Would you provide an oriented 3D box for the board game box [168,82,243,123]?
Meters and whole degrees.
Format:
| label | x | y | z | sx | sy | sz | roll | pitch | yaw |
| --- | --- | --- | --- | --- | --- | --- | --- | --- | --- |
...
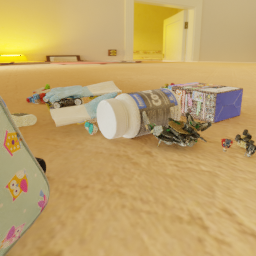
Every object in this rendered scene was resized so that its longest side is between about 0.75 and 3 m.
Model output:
| label | x | y | z | sx | sy | sz | roll | pitch | yaw |
| --- | --- | --- | --- | --- | --- | --- | --- | --- | --- |
| board game box | 2.894 | -1.050 | 10.704 | 1.755 | 1.066 | 2.201 | -13 | 21 | -37 |

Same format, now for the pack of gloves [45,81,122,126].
| label | x | y | z | sx | sy | sz | roll | pitch | yaw |
| --- | --- | --- | --- | --- | --- | --- | --- | --- | --- |
| pack of gloves | -1.298 | -1.072 | 9.134 | 2.637 | 0.520 | 2.216 | -12 | 39 | -22 |

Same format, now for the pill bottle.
| label | x | y | z | sx | sy | sz | roll | pitch | yaw |
| --- | --- | --- | --- | --- | --- | --- | --- | --- | --- |
| pill bottle | 0.326 | -0.425 | 8.221 | 2.283 | 1.299 | 1.299 | -13 | 21 | -33 |

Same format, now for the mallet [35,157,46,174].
| label | x | y | z | sx | sy | sz | roll | pitch | yaw |
| --- | --- | --- | --- | --- | --- | --- | --- | --- | --- |
| mallet | -2.432 | 1.111 | 4.695 | 0.818 | 0.511 | 2.485 | 7 | 22 | 22 |

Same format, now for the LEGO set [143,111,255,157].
| label | x | y | z | sx | sy | sz | roll | pitch | yaw |
| --- | --- | --- | --- | --- | --- | --- | --- | --- | --- |
| LEGO set | 1.739 | 0.275 | 7.299 | 2.898 | 0.821 | 1.882 | 23 | 28 | 24 |

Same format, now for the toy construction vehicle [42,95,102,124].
| label | x | y | z | sx | sy | sz | roll | pitch | yaw |
| --- | --- | --- | --- | --- | --- | --- | --- | --- | --- |
| toy construction vehicle | -1.756 | -0.856 | 10.457 | 2.864 | 1.009 | 2.494 | -11 | 18 | -5 |

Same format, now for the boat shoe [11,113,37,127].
| label | x | y | z | sx | sy | sz | roll | pitch | yaw |
| --- | --- | --- | --- | --- | --- | --- | --- | --- | --- |
| boat shoe | -3.692 | -0.255 | 9.165 | 1.318 | 0.471 | 0.394 | -7 | 17 | -42 |

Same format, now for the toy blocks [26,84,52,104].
| label | x | y | z | sx | sy | sz | roll | pitch | yaw |
| --- | --- | --- | --- | --- | --- | --- | --- | --- | --- |
| toy blocks | -3.986 | -1.485 | 13.007 | 1.609 | 0.804 | 1.100 | 11 | 31 | 36 |

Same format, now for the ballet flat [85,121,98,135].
| label | x | y | z | sx | sy | sz | roll | pitch | yaw |
| --- | --- | --- | --- | --- | --- | --- | --- | --- | --- |
| ballet flat | -1.089 | -0.001 | 8.602 | 0.285 | 0.337 | 0.892 | 19 | 11 | -27 |

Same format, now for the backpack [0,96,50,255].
| label | x | y | z | sx | sy | sz | roll | pitch | yaw |
| --- | --- | --- | --- | --- | --- | --- | --- | --- | --- |
| backpack | -2.211 | 0.669 | 2.709 | 1.958 | 2.245 | 2.554 | 19 | 49 | 31 |

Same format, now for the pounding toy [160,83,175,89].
| label | x | y | z | sx | sy | sz | roll | pitch | yaw |
| --- | --- | --- | --- | --- | --- | --- | --- | --- | --- |
| pounding toy | 2.338 | -2.356 | 16.067 | 0.848 | 0.510 | 1.099 | -3 | 17 | -9 |
